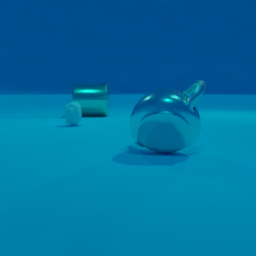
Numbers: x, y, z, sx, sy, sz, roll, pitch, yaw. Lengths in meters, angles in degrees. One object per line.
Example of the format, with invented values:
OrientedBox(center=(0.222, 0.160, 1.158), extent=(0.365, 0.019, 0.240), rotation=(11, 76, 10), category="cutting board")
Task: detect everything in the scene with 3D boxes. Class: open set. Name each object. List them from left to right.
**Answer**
OrientedBox(center=(-1.749, -0.423, 8.680), extent=(0.569, 0.723, 1.162), rotation=(-4, -25, -16), category="teapot")
OrientedBox(center=(-1.525, -1.196, 11.858), extent=(1.379, 1.379, 1.379), rotation=(0, 7, 2), category="cylinder")
OrientedBox(center=(0.590, -0.147, 4.765), extent=(1.158, 1.862, 0.912), rotation=(33, 39, -18), category="teapot")
